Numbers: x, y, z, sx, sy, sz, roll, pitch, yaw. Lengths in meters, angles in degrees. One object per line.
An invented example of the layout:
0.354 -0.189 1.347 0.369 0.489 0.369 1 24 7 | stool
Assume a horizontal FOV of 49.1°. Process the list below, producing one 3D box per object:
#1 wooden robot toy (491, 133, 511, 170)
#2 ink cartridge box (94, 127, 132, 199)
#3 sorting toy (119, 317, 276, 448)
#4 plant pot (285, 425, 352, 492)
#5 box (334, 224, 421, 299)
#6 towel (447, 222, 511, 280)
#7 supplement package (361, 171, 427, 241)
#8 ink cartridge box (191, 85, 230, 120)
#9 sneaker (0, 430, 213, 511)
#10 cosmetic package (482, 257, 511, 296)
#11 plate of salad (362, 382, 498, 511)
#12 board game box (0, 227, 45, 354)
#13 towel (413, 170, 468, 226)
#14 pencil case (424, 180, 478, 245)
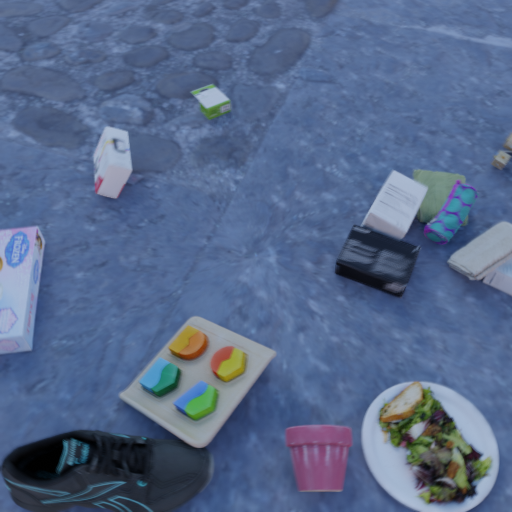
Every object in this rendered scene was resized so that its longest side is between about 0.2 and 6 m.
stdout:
6.522 -2.693 13.651 0.822 0.798 1.812 37 60 13 | wooden robot toy
-3.335 -2.153 12.941 0.570 0.982 1.331 10 46 -31 | ink cartridge box
-1.034 2.019 9.714 2.018 0.398 2.181 19 50 36 | sorting toy
0.988 3.193 8.791 1.045 1.045 0.936 1 66 1 | plant pot
2.466 0.100 11.423 1.442 0.569 1.018 21 64 16 | box
4.734 -0.102 11.326 1.538 0.265 1.019 -34 23 -1 | towel
2.916 -0.948 12.029 0.863 0.874 1.441 30 56 7 | supplement package
-1.214 -4.137 15.005 0.698 0.358 0.945 -27 55 -19 | ink cartridge box
-2.251 3.283 8.505 3.191 1.265 1.203 -4 50 -5 | sneaker
5.211 0.305 11.344 0.845 0.520 0.843 28 57 19 | cosmetic package
2.857 3.031 9.156 2.210 0.531 2.210 0 51 -1 | plate of salad
-5.710 0.720 10.977 2.722 0.561 2.729 -7 52 -5 | board game box
4.219 -1.347 12.806 1.207 0.297 1.627 6 52 3 | towel
4.156 -0.911 11.967 0.615 0.566 1.330 37 83 -15 | pencil case
